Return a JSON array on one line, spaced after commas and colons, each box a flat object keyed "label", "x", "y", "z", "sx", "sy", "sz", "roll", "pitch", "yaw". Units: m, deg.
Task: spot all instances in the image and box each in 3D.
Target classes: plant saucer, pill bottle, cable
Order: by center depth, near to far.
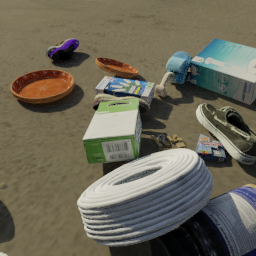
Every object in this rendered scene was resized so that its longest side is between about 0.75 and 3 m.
[{"label": "pill bottle", "x": 1.850, "y": 2.191, "z": 5.633, "sx": 2.664, "sy": 1.490, "sz": 1.490, "roll": -16, "pitch": 40, "yaw": -19}, {"label": "cable", "x": 0.367, "y": 1.353, "z": 6.023, "sx": 2.906, "sy": 1.006, "sz": 2.907, "roll": -22, "pitch": 2, "yaw": -22}, {"label": "plant saucer", "x": -3.537, "y": -1.734, "z": 11.747, "sx": 2.574, "sy": 0.415, "sz": 2.574, "roll": 0, "pitch": 36, "yaw": 0}, {"label": "plant saucer", "x": -0.502, "y": -2.684, "z": 12.531, "sx": 1.982, "sy": 0.320, "sz": 1.982, "roll": 15, "pitch": 23, "yaw": -7}]

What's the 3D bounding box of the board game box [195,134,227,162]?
[{"label": "board game box", "x": 2.533, "y": 0.595, "z": 8.742, "sx": 0.961, "sy": 0.296, "sz": 0.960, "roll": 4, "pitch": 38, "yaw": 6}]

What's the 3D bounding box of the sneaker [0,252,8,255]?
[{"label": "sneaker", "x": -2.862, "y": 2.773, "z": 5.702, "sx": 1.678, "sy": 0.641, "sz": 0.675, "roll": 28, "pitch": 34, "yaw": 26}]

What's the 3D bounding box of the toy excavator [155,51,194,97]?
[{"label": "toy excavator", "x": 1.910, "y": -2.314, "z": 11.863, "sx": 1.017, "sy": 1.980, "sz": 2.036, "roll": 23, "pitch": 15, "yaw": 27}]

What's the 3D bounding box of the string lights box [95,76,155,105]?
[{"label": "string lights box", "x": -0.102, "y": -1.416, "z": 11.123, "sx": 2.122, "sy": 0.626, "sz": 1.090, "roll": 10, "pitch": 39, "yaw": 14}]

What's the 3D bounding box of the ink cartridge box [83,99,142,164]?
[{"label": "ink cartridge box", "x": -0.350, "y": -0.011, "z": 8.763, "sx": 1.448, "sy": 0.827, "sz": 2.790, "roll": -6, "pitch": 25, "yaw": 8}]

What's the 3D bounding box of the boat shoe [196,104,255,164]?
[{"label": "boat shoe", "x": 3.246, "y": -0.137, "z": 8.991, "sx": 1.052, "sy": 0.947, "sz": 2.975, "roll": 3, "pitch": 33, "yaw": -23}]

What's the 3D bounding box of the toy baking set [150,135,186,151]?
[{"label": "toy baking set", "x": 1.282, "y": 0.495, "z": 9.038, "sx": 1.135, "sy": 0.132, "sz": 0.871, "roll": 3, "pitch": 34, "yaw": 4}]

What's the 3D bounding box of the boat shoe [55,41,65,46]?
[{"label": "boat shoe", "x": -3.751, "y": -4.299, "z": 15.043, "sx": 0.553, "sy": 0.525, "sz": 1.462, "roll": 16, "pitch": 40, "yaw": 21}]

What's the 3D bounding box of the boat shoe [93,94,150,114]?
[{"label": "boat shoe", "x": -0.273, "y": -0.738, "z": 10.207, "sx": 2.102, "sy": 0.756, "sz": 0.681, "roll": 11, "pitch": 50, "yaw": 9}]

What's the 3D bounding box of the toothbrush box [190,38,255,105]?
[{"label": "toothbrush box", "x": 4.329, "y": -2.450, "z": 11.690, "sx": 2.814, "sy": 1.200, "sz": 2.060, "roll": 27, "pitch": 59, "yaw": 33}]

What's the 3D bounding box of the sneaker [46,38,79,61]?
[{"label": "sneaker", "x": -3.132, "y": -3.941, "z": 14.512, "sx": 1.038, "sy": 0.726, "sz": 2.087, "roll": 31, "pitch": 50, "yaw": 24}]
